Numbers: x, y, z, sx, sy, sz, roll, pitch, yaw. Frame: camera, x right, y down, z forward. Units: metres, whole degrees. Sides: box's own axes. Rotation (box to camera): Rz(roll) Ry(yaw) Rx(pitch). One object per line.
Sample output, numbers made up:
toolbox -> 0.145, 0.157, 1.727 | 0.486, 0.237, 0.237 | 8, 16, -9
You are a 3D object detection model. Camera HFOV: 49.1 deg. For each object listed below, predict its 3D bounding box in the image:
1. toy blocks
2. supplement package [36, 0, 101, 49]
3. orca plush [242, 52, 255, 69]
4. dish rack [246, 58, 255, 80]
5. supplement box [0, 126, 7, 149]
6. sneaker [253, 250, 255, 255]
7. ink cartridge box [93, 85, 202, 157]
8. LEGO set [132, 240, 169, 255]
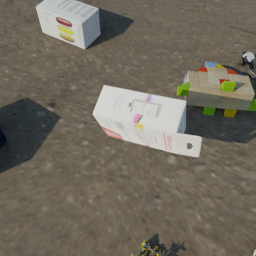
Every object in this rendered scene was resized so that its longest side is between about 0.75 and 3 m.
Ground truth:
toy blocks -> 3.003, -1.534, 9.604 | 2.704, 1.351, 1.848 | 5, 44, 3
supplement package -> -2.373, -4.359, 11.402 | 2.204, 1.253, 1.207 | 25, 58, 17
orca plush -> 4.545, -2.497, 10.641 | 0.633, 0.428, 1.204 | 22, 39, -5
dish rack -> 6.081, -2.204, 10.279 | 2.707, 0.738, 2.076 | -24, 60, -18
supplement box -> -4.912, 0.382, 8.016 | 1.813, 1.219, 1.815 | 23, 58, 7
sneaker -> 4.191, 3.282, 6.251 | 2.709, 1.025, 1.187 | 7, 55, 4
ink cartridge box -> 0.570, -0.127, 6.543 | 2.410, 1.404, 0.813 | 14, 71, 16
LEGO set -> 0.438, 3.170, 6.569 | 0.816, 0.615, 1.062 | 38, 63, 23
